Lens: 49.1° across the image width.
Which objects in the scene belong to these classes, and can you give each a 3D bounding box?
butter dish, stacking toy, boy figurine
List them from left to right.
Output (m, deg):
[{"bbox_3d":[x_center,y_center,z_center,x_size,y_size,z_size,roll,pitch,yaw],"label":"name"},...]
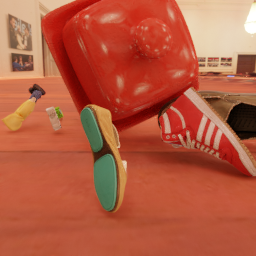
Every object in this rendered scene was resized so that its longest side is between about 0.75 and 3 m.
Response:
[{"bbox_3d":[-2.593,-0.472,6.924,0.841,0.436,1.353,-20,33,44],"label":"boy figurine"},{"bbox_3d":[-1.140,-0.553,7.427,1.747,0.544,2.317,-20,8,-8],"label":"stacking toy"},{"bbox_3d":[0.164,-1.453,5.250,2.848,2.840,2.105,-26,11,-12],"label":"butter dish"}]

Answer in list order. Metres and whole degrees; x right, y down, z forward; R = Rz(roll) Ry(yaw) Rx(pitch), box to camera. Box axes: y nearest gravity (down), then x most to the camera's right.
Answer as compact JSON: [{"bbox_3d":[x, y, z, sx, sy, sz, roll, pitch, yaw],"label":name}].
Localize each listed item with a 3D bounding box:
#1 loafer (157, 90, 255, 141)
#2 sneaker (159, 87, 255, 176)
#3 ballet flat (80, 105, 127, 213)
[{"bbox_3d":[1.786,-0.231,5.366,2.718,1.022,0.946,-5,10,27],"label":"loafer"},{"bbox_3d":[1.142,0.236,4.325,1.664,0.936,0.593,56,12,29],"label":"sneaker"},{"bbox_3d":[-0.201,0.297,3.152,0.392,1.244,0.427,3,-25,-46],"label":"ballet flat"}]
